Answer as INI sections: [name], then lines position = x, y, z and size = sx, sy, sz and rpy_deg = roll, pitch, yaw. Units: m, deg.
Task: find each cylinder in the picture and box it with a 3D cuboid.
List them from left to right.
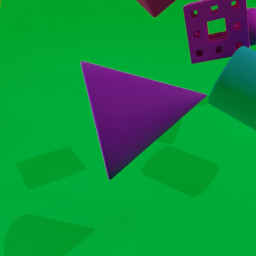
[cylinder]
position = 2.147, -0.632, 4.767
size = 1.128, 1.128, 1.128
rpy_deg = 34, 47, 18

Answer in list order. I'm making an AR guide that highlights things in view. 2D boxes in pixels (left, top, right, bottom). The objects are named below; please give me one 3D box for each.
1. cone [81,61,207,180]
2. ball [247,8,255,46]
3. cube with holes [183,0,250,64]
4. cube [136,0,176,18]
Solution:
[cone]
position = 0.256, -0.212, 2.985
size = 1.251, 1.247, 1.247
rpy_deg = -13, 38, -7
[ball]
position = 3.069, -2.538, 7.066
size = 0.913, 0.913, 0.913
rpy_deg = 0, 37, 0
[cube with holes]
position = 1.787, -2.044, 5.660
size = 1.086, 1.086, 1.086
rpy_deg = -6, 24, 20
[cube]
position = 0.308, -2.167, 3.538
size = 0.874, 0.874, 0.874
rpy_deg = -38, 57, 9
